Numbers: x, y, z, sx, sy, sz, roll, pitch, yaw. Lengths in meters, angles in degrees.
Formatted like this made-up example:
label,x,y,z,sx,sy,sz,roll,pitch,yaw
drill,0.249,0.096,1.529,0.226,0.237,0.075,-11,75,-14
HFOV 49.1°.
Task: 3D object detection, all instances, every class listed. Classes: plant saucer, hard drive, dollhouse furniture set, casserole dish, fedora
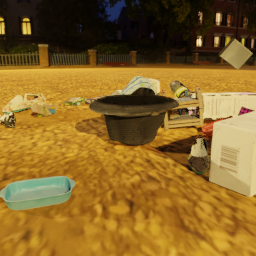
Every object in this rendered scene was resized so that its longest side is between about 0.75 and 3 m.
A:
label,x,y,z,sx,sy,sz,roll,pitch,yaw
plant saucer,3.153,-0.054,9.689,1.138,0.209,1.140,-21,8,14
hard drive,3.821,-2.624,9.944,1.053,0.735,0.173,23,28,-30
dollhouse furniture set,2.024,-0.929,10.998,1.414,1.406,2.006,-5,15,5
casserole dish,-1.722,1.264,5.434,1.398,0.271,0.847,-4,16,-18
fedora,0.213,-0.274,8.979,2.960,1.352,2.960,1,14,0

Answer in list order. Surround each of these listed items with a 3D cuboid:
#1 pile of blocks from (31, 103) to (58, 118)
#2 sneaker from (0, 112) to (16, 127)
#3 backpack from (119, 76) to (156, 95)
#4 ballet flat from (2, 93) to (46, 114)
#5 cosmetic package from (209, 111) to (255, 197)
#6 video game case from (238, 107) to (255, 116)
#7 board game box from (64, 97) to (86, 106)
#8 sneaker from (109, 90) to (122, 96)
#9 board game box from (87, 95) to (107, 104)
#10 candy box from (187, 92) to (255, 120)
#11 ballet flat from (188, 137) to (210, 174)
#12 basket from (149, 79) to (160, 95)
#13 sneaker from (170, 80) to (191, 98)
label,x,y,z,sx,sy,sz,roll,pitch,yaw
pile of blocks,-3.724,-0.711,12.518,0.507,0.670,1.631,-40,-9,19
sneaker,-4.667,-0.248,10.802,0.535,0.493,1.339,-18,15,-12
backpack,0.332,-1.204,10.819,1.310,1.235,1.606,22,-38,-25
ballet flat,-5.120,-1.282,13.807,0.917,0.775,2.425,5,16,33
cosmetic package,3.027,0.412,6.417,2.526,1.425,1.025,-14,21,-36
video game case,4.958,-0.003,8.656,2.110,0.417,2.327,16,11,-16
board game box,-2.950,-1.505,15.740,0.923,0.207,1.762,2,15,1
sneaker,-0.539,-1.110,12.794,1.104,1.029,2.785,-9,18,-16
board game box,-1.399,-1.584,15.828,1.110,0.284,1.639,8,17,29
candy box,4.109,-0.962,11.683,2.791,0.999,2.341,-1,9,-2
ballet flat,1.835,0.595,7.234,0.544,0.604,1.605,0,15,16
basket,0.842,-1.696,14.081,1.164,1.447,1.434,-6,16,-14
sneaker,2.378,-1.817,12.944,0.731,0.801,1.979,-38,-7,12
